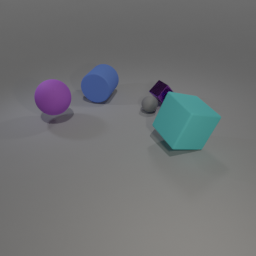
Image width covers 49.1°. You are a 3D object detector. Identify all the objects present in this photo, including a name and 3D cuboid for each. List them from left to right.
[{"bbox_3d":[-2.929,-1.198,10.965,1.400,1.400,1.400,0,31,0],"label":"ball"},{"bbox_3d":[-1.279,-2.088,12.990,1.400,1.400,1.400,8,31,12],"label":"cylinder"},{"bbox_3d":[0.924,-1.033,11.973,0.700,0.700,0.700,0,31,0],"label":"ball"},{"bbox_3d":[1.517,-1.580,12.517,0.700,0.700,0.700,-48,43,2],"label":"cube"},{"bbox_3d":[1.947,-0.228,9.504,1.400,1.400,1.400,3,34,-34],"label":"cube"}]
